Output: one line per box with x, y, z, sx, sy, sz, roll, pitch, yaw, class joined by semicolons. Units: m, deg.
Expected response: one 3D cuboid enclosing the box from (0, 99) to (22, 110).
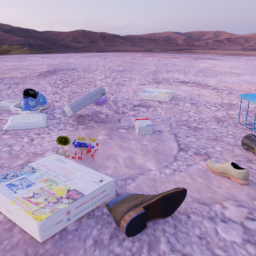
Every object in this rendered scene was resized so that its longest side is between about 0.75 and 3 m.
-6.317;-1.262;15.012;1.126;0.297;1.445;2;21;6;box

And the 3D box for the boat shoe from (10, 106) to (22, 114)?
-5.562;-0.949;14.097;0.896;0.321;0.304;14;24;28;boat shoe

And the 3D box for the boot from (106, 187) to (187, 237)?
0.431;1.622;6.297;1.891;0.707;0.917;-17;28;-34;boot

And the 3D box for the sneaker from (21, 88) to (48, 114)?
-4.742;-1.490;14.319;1.037;1.178;2.641;-1;17;-4;sneaker

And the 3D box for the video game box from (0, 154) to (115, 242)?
-1.915;1.500;6.846;2.408;0.564;2.194;15;22;37;video game box

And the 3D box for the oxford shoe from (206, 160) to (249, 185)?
2.841;1.120;7.993;0.477;0.497;1.347;-17;26;-40;oxford shoe

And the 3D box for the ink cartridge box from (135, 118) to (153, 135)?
0.640;-0.081;11.566;0.634;0.367;1.091;-2;20;-4;ink cartridge box

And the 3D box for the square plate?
-4.504;-0.335;12.483;1.715;0.246;1.732;-4;20;-12;square plate

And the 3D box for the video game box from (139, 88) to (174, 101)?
1.775;-2.025;16.977;1.780;0.417;1.621;7;18;19;video game box

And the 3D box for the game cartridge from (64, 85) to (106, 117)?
-1.941;-1.177;12.519;1.873;0.575;2.813;-36;8;-5;game cartridge

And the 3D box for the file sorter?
5.684;-0.474;11.111;1.608;1.422;2.317;-4;20;-11;file sorter

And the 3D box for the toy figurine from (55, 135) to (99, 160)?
-1.642;0.689;9.456;1.425;0.752;0.854;5;-8;7;toy figurine

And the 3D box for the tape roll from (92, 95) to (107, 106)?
-1.631;-1.652;15.577;0.928;0.304;0.928;2;44;-2;tape roll

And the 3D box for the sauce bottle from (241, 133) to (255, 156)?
4.373;0.887;8.059;0.918;0.918;2.837;-4;20;-12;sauce bottle
